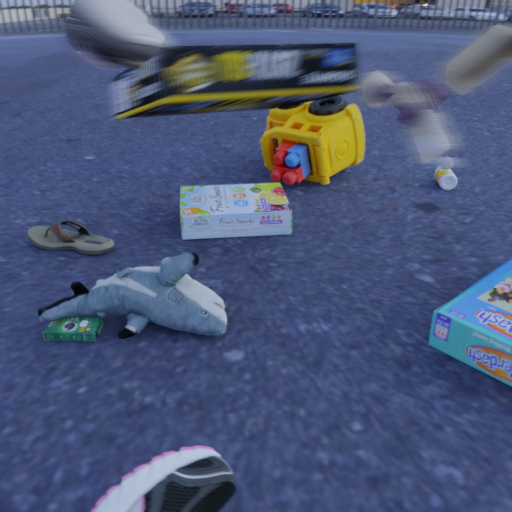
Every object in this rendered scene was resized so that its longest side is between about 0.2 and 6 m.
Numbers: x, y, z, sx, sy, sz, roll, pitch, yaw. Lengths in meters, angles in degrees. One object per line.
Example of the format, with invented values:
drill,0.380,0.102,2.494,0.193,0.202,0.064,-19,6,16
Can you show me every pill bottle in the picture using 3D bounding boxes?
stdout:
pill bottle,4.764,-1.993,14.142,0.432,0.432,0.828,2,28,3

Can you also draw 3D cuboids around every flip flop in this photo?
flip flop,-3.662,-0.416,11.061,1.815,0.523,0.736,10,29,18

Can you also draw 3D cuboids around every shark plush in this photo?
shark plush,-1.865,0.709,8.485,2.789,1.267,1.162,3,58,-13

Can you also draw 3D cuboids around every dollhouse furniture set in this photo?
dollhouse furniture set,2.570,-2.062,7.170,1.444,1.823,1.294,12,55,-40

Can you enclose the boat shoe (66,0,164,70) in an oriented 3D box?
boat shoe,-1.609,-2.376,6.128,0.906,0.773,2.711,28,19,-25

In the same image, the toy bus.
toy bus,1.055,-2.858,14.660,2.750,1.866,2.640,20,50,37

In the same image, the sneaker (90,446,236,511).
sneaker,-1.116,2.823,4.651,2.704,1.086,1.167,-33,50,-31

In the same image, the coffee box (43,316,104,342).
coffee box,-2.773,1.110,8.548,0.790,0.174,0.486,1,27,2

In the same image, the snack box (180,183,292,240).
snack box,-0.476,-0.998,12.065,2.284,0.605,1.624,-3,28,-6

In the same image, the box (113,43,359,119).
box,-0.459,-3.199,10.384,3.731,0.921,2.980,-11,11,-25

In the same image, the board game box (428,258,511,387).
board game box,4.360,0.961,8.293,2.959,0.666,2.250,-23,35,-36
